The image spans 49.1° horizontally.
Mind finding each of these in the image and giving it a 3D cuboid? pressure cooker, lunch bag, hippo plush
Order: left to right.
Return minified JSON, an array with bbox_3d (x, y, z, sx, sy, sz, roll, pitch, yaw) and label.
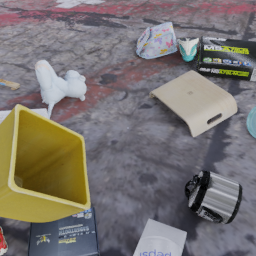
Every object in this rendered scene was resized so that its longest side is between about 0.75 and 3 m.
[{"bbox_3d":[-2.281,-1.591,9.738,1.572,1.558,1.956,-13,41,-14],"label":"hippo plush"},{"bbox_3d":[1.268,-4.033,12.958,1.803,1.146,1.529,-14,36,17],"label":"lunch bag"},{"bbox_3d":[1.860,1.516,6.351,1.154,1.015,1.031,21,15,8],"label":"pressure cooker"}]

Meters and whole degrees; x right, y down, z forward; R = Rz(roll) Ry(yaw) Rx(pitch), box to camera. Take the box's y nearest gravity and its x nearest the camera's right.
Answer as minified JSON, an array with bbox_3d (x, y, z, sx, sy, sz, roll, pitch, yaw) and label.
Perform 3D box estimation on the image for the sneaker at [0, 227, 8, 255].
[{"bbox_3d":[-2.869,2.263,6.000,0.369,0.406,0.957,-32,49,-32],"label":"sneaker"}]

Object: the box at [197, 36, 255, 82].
[{"bbox_3d":[4.564,-3.062,12.171,2.957,0.703,2.856,9,43,10],"label":"box"}]

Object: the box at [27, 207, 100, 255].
[{"bbox_3d":[-1.354,2.327,5.955,1.424,0.363,1.123,-6,41,-7],"label":"box"}]

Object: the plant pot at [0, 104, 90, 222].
[{"bbox_3d":[-2.098,0.976,5.724,1.830,1.778,1.789,-31,50,25],"label":"plant pot"}]

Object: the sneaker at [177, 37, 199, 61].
[{"bbox_3d":[2.650,-3.534,12.556,0.974,1.001,2.513,2,20,15],"label":"sneaker"}]

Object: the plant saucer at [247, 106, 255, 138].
[{"bbox_3d":[4.333,-0.204,8.576,0.179,1.304,1.304,24,18,-45],"label":"plant saucer"}]

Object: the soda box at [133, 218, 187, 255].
[{"bbox_3d":[0.280,2.937,4.832,0.811,0.873,2.557,16,42,18],"label":"soda box"}]

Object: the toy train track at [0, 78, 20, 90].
[{"bbox_3d":[-5.290,-1.795,10.971,2.248,0.366,1.289,15,35,9],"label":"toy train track"}]

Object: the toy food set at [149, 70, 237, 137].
[{"bbox_3d":[2.154,-0.908,9.684,1.848,0.778,2.576,-28,45,-14],"label":"toy food set"}]

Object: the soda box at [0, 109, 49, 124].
[{"bbox_3d":[-3.776,0.149,8.081,2.903,0.989,0.924,-4,40,-5],"label":"soda box"}]
